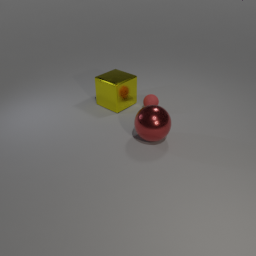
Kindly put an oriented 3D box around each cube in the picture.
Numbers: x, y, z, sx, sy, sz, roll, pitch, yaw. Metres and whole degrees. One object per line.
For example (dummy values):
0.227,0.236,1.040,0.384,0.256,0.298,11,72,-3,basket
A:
-0.541,-1.753,13.012,1.400,1.400,1.400,25,41,34,cube

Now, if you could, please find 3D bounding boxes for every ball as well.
0.933,-0.178,10.569,1.400,1.400,1.400,0,33,0,ball
1.039,-1.178,12.659,0.700,0.700,0.700,0,33,0,ball
